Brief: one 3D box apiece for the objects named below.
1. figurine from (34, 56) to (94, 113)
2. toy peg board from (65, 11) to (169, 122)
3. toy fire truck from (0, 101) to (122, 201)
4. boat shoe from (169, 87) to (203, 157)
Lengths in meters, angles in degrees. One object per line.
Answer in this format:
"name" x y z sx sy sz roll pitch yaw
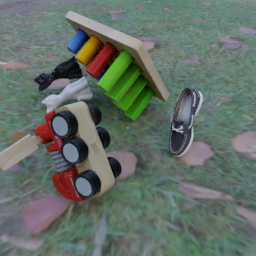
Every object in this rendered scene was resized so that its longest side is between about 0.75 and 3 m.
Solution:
"figurine" -2.333 -1.477 9.920 1.776 0.783 1.820 -25 60 -4
"toy peg board" -0.596 -1.726 8.797 2.960 2.972 1.454 33 84 31
"toy fire truck" -1.695 0.715 6.528 2.365 2.081 1.521 -17 7 34
"boat shoe" 1.493 -0.165 7.664 0.716 1.939 0.585 23 6 37
